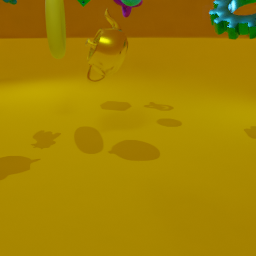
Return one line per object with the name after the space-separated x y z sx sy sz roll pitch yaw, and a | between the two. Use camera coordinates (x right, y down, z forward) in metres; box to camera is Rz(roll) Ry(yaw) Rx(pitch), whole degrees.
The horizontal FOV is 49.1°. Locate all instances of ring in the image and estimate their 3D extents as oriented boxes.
-1.885 -2.732 7.401 0.355 1.776 1.776 -1 20 -8 | ring

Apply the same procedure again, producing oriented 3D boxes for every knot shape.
-0.110 -4.836 10.430 0.562 1.139 1.217 -48 16 -27 | knot shape

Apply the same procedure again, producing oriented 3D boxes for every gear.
3.298 -3.209 7.537 2.060 0.381 2.060 -14 49 17 | gear

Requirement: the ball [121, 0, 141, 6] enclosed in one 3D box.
0.102 -4.191 8.683 0.753 0.753 0.753 0 20 0 | ball

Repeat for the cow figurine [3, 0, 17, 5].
-3.321 -3.719 7.402 1.104 0.606 1.086 45 14 12 | cow figurine

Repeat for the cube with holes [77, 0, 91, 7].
-1.730 -5.296 10.555 0.826 0.826 0.826 -36 46 13 | cube with holes

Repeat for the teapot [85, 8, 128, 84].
-0.550 -1.910 6.661 0.908 1.854 1.153 20 -7 -21 | teapot
